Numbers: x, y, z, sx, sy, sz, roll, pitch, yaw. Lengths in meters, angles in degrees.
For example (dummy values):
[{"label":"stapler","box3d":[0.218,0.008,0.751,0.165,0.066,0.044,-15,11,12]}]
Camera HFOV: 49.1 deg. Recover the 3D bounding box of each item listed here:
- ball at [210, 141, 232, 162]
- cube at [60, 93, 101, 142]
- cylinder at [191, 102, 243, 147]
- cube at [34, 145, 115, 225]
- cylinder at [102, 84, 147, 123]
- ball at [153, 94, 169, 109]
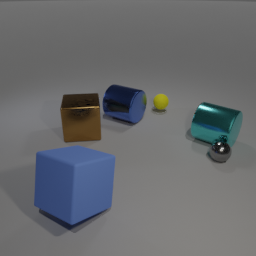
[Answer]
[{"label":"ball","box3d":[3.069,0.774,9.292,0.700,0.700,0.700,0,28,0]},{"label":"cube","box3d":[-1.778,-0.428,10.778,1.400,1.400,1.400,-3,28,-7]},{"label":"cylinder","box3d":[3.226,-0.116,10.190,1.400,1.400,1.400,20,34,33]},{"label":"cube","box3d":[-1.316,1.310,6.976,1.400,1.400,1.400,11,10,35]},{"label":"cylinder","box3d":[-0.133,-1.042,11.869,1.400,1.400,1.400,16,32,28]},{"label":"ball","box3d":[1.495,-1.196,12.705,0.700,0.700,0.700,0,28,0]}]
